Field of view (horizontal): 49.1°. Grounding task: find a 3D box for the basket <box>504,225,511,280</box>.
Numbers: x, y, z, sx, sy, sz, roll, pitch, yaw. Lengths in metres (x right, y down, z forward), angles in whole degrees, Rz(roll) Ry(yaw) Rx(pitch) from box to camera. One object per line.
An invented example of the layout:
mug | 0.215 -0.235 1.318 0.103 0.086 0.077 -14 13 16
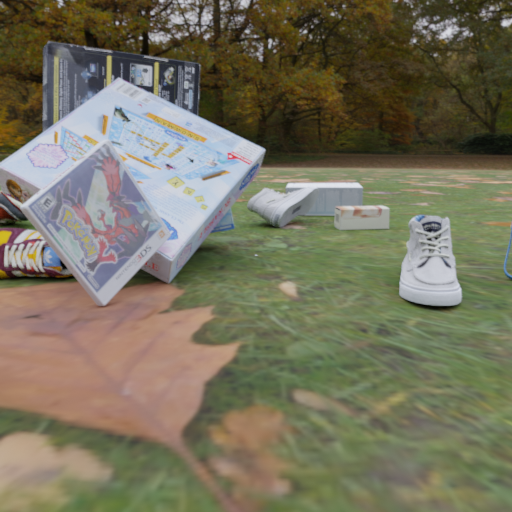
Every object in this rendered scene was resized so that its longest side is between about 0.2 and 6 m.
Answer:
basket | 4.500 -0.343 8.272 1.396 1.583 1.101 7 -18 25

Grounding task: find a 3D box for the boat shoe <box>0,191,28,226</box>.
boat shoe | -6.440 -1.154 14.123 2.617 0.931 0.819 17 62 48

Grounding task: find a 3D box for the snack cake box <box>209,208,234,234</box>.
snack cake box | -1.710 -0.946 10.548 2.343 1.347 0.787 -13 10 -14

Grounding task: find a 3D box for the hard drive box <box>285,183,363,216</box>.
hard drive box | 1.981 -1.694 16.595 2.189 0.841 1.706 1 11 6

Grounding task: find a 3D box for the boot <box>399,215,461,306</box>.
boot | 2.363 -0.032 7.754 0.793 1.031 2.157 1 11 7

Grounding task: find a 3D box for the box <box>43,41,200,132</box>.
box | -2.661 -2.107 11.097 2.931 3.637 0.893 -2 11 -27

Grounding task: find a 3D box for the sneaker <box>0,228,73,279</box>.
sneaker | -3.315 -0.041 8.416 2.126 0.797 0.958 -6 7 -25

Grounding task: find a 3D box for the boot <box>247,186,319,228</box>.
boot | 0.709 -1.475 14.413 1.078 0.829 2.255 30 32 20

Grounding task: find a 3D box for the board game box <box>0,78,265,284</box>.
board game box | -1.869 -1.393 9.098 3.053 0.628 3.046 28 50 9

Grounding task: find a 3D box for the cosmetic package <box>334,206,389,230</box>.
cosmetic package | 2.550 -0.925 13.561 1.205 0.526 0.623 -2 11 -8

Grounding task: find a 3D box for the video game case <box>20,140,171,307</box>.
video game case | -1.912 -0.414 7.018 0.181 1.572 1.432 0 41 43
